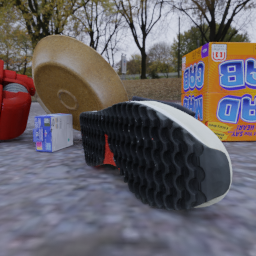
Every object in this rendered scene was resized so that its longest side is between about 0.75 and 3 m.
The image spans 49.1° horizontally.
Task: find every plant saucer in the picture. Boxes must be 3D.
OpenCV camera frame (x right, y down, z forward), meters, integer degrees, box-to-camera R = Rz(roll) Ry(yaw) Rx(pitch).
[{"bbox_3d":[-1.101,-0.673,5.659,2.369,2.369,0.419,5,43,36],"label":"plant saucer"}]

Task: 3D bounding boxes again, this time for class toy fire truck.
[{"bbox_3d":[-2.784,-0.546,7.027,2.778,1.787,2.445,7,33,-27],"label":"toy fire truck"}]

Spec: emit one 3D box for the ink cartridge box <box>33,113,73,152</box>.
[{"bbox_3d":[-1.444,0.076,5.385,0.374,0.669,0.981,1,6,14],"label":"ink cartridge box"}]

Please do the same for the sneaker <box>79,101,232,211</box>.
[{"bbox_3d":[0.377,0.121,3.457,1.317,0.992,2.818,-9,7,-26],"label":"sneaker"}]

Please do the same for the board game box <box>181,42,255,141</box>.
[{"bbox_3d":[2.711,-0.896,7.211,2.177,2.177,2.179,0,6,-4],"label":"board game box"}]

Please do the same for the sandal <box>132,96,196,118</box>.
[{"bbox_3d":[0.851,-0.425,6.882,1.819,0.389,0.692,16,-1,42],"label":"sandal"}]
